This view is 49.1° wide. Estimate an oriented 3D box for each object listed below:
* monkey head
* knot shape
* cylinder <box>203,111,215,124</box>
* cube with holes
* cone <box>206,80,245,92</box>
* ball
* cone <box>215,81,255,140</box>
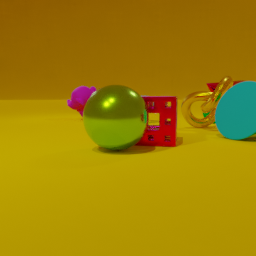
[{"bbox_3d":[-1.657,-0.981,10.616,0.975,1.163,1.617,-31,12,27],"label":"monkey head"},{"bbox_3d":[2.323,-0.708,7.419,1.671,0.772,1.564,-10,-27,-5],"label":"knot shape"},{"bbox_3d":[2.972,-0.548,9.441,0.746,0.746,0.746,3,7,28],"label":"cylinder"},{"bbox_3d":[0.485,-0.161,5.344,0.879,0.879,0.879,1,6,11],"label":"cube with holes"},{"bbox_3d":[3.488,-1.347,10.444,1.583,1.577,1.577,21,-4,-26],"label":"cone"},{"bbox_3d":[-0.191,-0.164,4.491,1.052,1.052,1.052,0,6,0],"label":"ball"},{"bbox_3d":[2.797,-0.197,6.052,1.261,1.256,1.256,19,-4,-31],"label":"cone"}]
